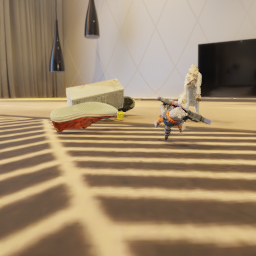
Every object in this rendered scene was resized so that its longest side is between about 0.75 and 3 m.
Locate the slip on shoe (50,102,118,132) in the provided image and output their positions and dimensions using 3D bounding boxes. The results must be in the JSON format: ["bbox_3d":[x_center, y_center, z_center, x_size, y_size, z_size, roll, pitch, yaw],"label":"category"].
[{"bbox_3d":[-1.053,-0.273,6.908,1.700,0.520,0.630,-13,36,-28],"label":"slip on shoe"}]

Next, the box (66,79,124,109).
[{"bbox_3d":[-1.201,-1.089,10.324,1.981,0.940,0.770,-13,46,-21],"label":"box"}]

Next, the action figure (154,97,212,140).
[{"bbox_3d":[0.921,-0.100,5.092,1.039,0.543,1.005,24,-14,10],"label":"action figure"}]

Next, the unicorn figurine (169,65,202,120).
[{"bbox_3d":[2.097,-1.089,9.477,0.904,2.447,1.681,11,52,-3],"label":"unicorn figurine"}]

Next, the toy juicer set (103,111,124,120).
[{"bbox_3d":[-0.806,-0.519,9.656,1.265,0.344,0.805,-2,17,-15],"label":"toy juicer set"}]

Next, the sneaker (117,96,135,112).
[{"bbox_3d":[-0.745,-0.830,11.519,2.058,0.776,0.816,-2,-19,-22],"label":"sneaker"}]
